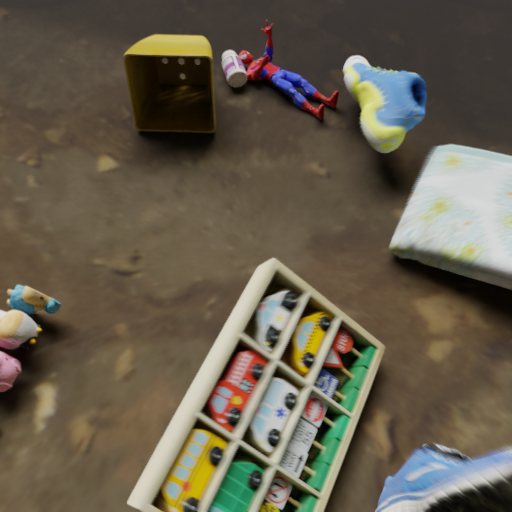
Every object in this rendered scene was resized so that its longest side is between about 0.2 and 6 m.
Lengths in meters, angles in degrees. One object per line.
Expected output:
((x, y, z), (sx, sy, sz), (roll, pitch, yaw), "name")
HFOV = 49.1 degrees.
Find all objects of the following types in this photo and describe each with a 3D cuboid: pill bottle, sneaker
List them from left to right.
((-0.409, -3.360, 10.018), (0.368, 0.368, 0.655), (-13, 58, -8), "pill bottle")
((2.106, -2.604, 8.833), (1.089, 0.785, 2.073), (-32, 53, 31), "sneaker")
((1.917, 2.235, 5.570), (0.846, 2.155, 0.961), (33, 46, -11), "sneaker")

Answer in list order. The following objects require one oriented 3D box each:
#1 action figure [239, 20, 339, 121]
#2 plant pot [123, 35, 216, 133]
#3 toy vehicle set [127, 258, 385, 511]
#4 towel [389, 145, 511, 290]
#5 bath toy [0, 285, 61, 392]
((0.474, -3.236, 9.621), (1.999, 0.989, 0.652), (34, 63, 22), "action figure")
((-1.321, -2.964, 9.276), (1.355, 1.355, 1.195), (2, 46, 1), "plant pot")
((0.179, 1.775, 6.226), (1.880, 0.401, 3.025), (37, 61, -15), "toy vehicle set")
((3.291, -0.567, 7.803), (2.288, 0.551, 1.959), (18, 61, 27), "towel")
((-3.160, 1.318, 6.904), (0.706, 0.831, 1.910), (26, 64, -10), "bath toy")
